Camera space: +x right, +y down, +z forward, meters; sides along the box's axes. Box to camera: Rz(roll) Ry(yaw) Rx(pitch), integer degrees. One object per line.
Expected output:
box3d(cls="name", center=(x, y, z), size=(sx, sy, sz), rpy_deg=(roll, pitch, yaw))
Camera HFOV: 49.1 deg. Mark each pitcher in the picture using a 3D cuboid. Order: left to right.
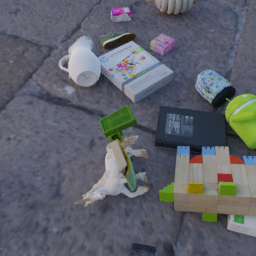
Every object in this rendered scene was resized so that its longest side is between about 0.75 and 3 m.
box3d(cls="pitcher", center=(-1.944, -2.444, 10.978), size=(1.692, 1.196, 1.972), rpy_deg=(-31, 52, 18))

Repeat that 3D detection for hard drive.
box3d(cls="hard drive", center=(2.129, 0.059, 9.437), size=(2.304, 0.379, 1.608), rpy_deg=(8, 53, 6))

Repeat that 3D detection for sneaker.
box3d(cls="sneaker", center=(-0.494, -4.076, 12.471), size=(1.593, 0.534, 0.715), rpy_deg=(-23, 61, -13))

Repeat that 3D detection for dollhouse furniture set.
box3d(cls="dollhouse furniture set", center=(0.063, 0.548, 7.689), size=(0.950, 1.240, 1.893), rpy_deg=(-25, 51, 1))

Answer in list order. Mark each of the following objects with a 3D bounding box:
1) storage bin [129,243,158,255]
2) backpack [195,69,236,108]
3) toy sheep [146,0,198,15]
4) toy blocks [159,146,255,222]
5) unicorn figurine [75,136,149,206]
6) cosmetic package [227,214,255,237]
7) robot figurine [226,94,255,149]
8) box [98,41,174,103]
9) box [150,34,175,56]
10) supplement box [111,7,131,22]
box3d(cls="storage bin", center=(0.275, 3.499, 6.481), size=(0.649, 0.936, 1.385), rpy_deg=(8, 53, 5))
box3d(cls="backpack", center=(3.136, -1.538, 10.391), size=(1.087, 1.025, 1.333), rpy_deg=(-31, 46, -13))
box3d(cls="toy sheep", center=(2.215, -6.398, 13.488), size=(2.705, 1.865, 1.865), rpy_deg=(-1, 53, 1))
box3d(cls="toy blocks", center=(2.500, 1.357, 7.942), size=(2.972, 1.485, 2.032), rpy_deg=(0, 37, 14))
box3d(cls="unicorn figurine", center=(-0.311, 1.384, 8.204), size=(1.787, 0.961, 2.601), rpy_deg=(-5, 38, 8))
box3d(cls="cosmetic package", center=(3.315, 2.511, 7.512), size=(1.150, 0.488, 0.619), rpy_deg=(10, 50, 9))
box3d(cls="robot figurine", center=(4.047, -0.201, 9.054), size=(1.873, 1.235, 2.135), rpy_deg=(-1, 49, -41))
box3d(cls="box", center=(0.220, -2.318, 11.166), size=(1.992, 0.526, 2.555), rpy_deg=(-32, 58, -22))
box3d(cls="box", center=(1.502, -3.655, 12.249), size=(0.726, 0.399, 0.825), rpy_deg=(35, 61, 24))
box3d(cls="supplement box", center=(-0.339, -5.507, 13.615), size=(0.909, 0.460, 0.470), rpy_deg=(-7, 53, -5))
